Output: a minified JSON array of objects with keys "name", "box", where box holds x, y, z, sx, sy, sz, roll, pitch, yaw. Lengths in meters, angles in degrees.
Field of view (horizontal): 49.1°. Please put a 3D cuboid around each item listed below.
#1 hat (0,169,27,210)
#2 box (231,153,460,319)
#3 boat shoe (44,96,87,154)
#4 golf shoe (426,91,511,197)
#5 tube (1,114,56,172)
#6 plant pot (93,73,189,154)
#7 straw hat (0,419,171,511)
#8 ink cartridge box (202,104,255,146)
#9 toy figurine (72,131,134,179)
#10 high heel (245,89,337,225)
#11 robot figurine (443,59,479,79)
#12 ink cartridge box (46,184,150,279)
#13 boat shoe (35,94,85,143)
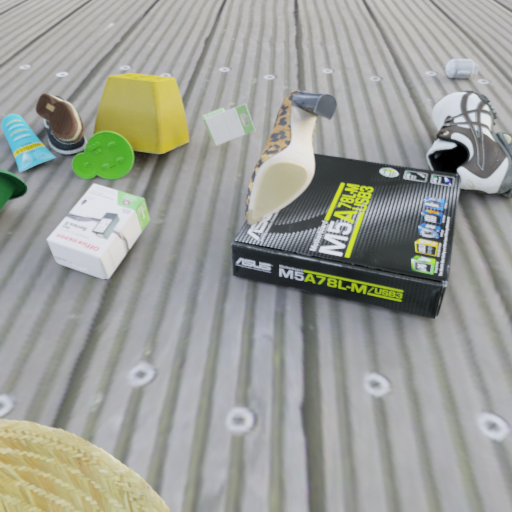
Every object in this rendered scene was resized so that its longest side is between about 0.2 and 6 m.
[{"name":"hat","box":[-4.916,-0.236,9.013,2.295,1.901,2.020,-5,77,4]},{"name":"box","box":[1.592,-0.557,9.182,3.125,0.769,3.236,14,40,15]},{"name":"boat shoe","box":[-4.277,-2.892,12.287,0.795,0.634,2.102,-20,42,-24]},{"name":"golf shoe","box":[3.997,-2.351,11.100,1.550,1.275,3.280,-5,37,-7]},{"name":"tube","box":[-4.884,-2.364,11.822,0.752,0.490,1.943,-31,50,-16]},{"name":"plant pot","box":[-2.348,-2.996,11.540,1.541,1.359,1.541,9,23,13]},{"name":"straw hat","box":[-2.352,3.194,3.467,4.195,1.775,4.195,5,31,-3]},{"name":"ink cartridge box","box":[-0.573,-2.778,11.747,0.943,0.686,0.226,-21,40,3]},{"name":"toy figurine","box":[-2.979,-2.106,11.346,1.268,0.952,1.167,-23,22,10]},{"name":"high heel","box":[0.367,-1.584,8.915,0.813,2.276,1.622,30,7,-21]},{"name":"robot figurine","box":[5.554,-5.081,15.219,0.887,0.501,0.752,2,34,2]},{"name":"ink cartridge box","box":[-2.466,-0.405,8.870,0.979,0.565,1.346,17,53,14]},{"name":"boat shoe","box":[-3.734,-2.729,11.155,0.670,0.668,1.810,18,20,-48]}]
